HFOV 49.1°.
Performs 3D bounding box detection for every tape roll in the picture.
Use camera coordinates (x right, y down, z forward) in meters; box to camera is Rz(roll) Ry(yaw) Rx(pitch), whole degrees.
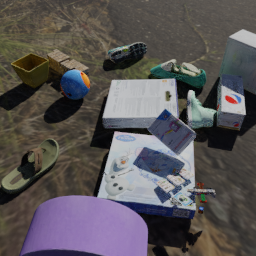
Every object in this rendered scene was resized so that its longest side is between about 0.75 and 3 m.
[{"bbox_3d":[-0.882,2.609,5.943,2.589,2.589,1.100,4,43,4],"label":"tape roll"}]

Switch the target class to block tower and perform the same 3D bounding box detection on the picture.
[{"bbox_3d":[-2.860,-2.882,13.148,0.719,0.672,2.488,-33,52,-31],"label":"block tower"}]

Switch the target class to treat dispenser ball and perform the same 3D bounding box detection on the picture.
[{"bbox_3d":[-2.188,-1.792,11.628,1.211,1.211,1.211,0,43,0],"label":"treat dispenser ball"}]

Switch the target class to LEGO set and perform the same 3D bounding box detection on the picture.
[{"bbox_3d":[1.673,1.774,7.747,1.106,0.363,1.480,-24,39,-29],"label":"LEGO set"}]

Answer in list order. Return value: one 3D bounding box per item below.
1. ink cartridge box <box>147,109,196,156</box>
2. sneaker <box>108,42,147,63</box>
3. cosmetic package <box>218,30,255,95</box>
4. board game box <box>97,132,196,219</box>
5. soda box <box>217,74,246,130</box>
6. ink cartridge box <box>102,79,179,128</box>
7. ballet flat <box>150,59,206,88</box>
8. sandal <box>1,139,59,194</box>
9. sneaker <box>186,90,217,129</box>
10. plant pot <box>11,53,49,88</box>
[{"bbox_3d":[1.373,0.135,8.734,1.237,0.524,0.894,42,92,20],"label":"ink cartridge box"},{"bbox_3d":[-0.034,-3.946,14.234,2.111,0.818,0.841,-16,37,-16],"label":"sneaker"},{"bbox_3d":[5.271,-2.887,12.194,1.220,1.978,1.984,-31,51,-28],"label":"cosmetic package"},{"bbox_3d":[0.671,1.347,8.727,2.724,0.591,2.710,6,44,6],"label":"board game box"},{"bbox_3d":[4.064,-1.103,11.160,0.882,0.824,2.589,10,44,10],"label":"soda box"},{"bbox_3d":[0.546,-1.025,11.064,2.767,0.599,2.717,1,40,6],"label":"ink cartridge box"},{"bbox_3d":[2.287,-2.618,12.683,2.646,0.931,0.891,19,47,20],"label":"ballet flat"},{"bbox_3d":[-3.044,1.122,8.928,0.906,0.651,2.282,21,47,21],"label":"sandal"},{"bbox_3d":[2.829,-0.722,10.849,1.082,0.675,1.835,0,53,8],"label":"sneaker"},{"bbox_3d":[-4.255,-2.501,12.490,1.164,1.027,1.164,25,49,24],"label":"plant pot"}]
